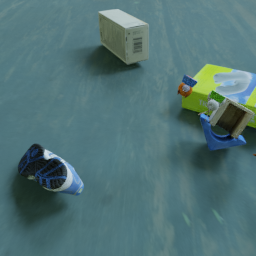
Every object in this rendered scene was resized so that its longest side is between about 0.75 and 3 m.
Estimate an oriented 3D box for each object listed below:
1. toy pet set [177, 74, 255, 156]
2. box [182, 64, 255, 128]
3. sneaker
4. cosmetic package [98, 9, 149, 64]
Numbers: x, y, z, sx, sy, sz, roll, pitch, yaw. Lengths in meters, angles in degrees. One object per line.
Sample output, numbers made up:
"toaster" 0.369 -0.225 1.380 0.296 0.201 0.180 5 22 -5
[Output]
"toy pet set" 1.913 -0.041 5.913 2.248 1.194 2.099 32 15 8
"box" 3.241 -0.871 7.842 2.985 0.711 1.820 20 44 28
"sneaker" -1.666 0.914 5.885 1.972 0.759 0.746 24 75 47
"cosmetic package" -0.219 -3.495 10.516 0.935 1.324 2.557 -17 39 -19
